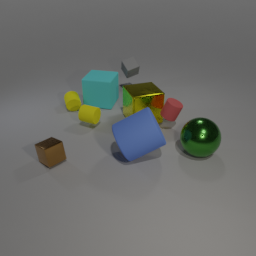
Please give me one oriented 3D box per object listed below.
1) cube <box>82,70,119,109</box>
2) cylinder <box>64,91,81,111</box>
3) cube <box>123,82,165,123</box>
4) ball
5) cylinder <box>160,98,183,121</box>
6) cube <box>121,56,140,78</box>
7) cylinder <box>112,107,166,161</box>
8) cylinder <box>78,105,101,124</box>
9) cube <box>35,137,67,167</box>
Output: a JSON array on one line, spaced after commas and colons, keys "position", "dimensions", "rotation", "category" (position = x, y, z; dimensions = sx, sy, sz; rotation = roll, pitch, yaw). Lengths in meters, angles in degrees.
[{"position": [-1.296, -1.877, 13.513], "dimensions": [1.400, 1.400, 1.400], "rotation": [7, 31, 11], "category": "cube"}, {"position": [-2.582, -1.254, 13.055], "dimensions": [0.700, 0.700, 0.700], "rotation": [-10, 42, -16], "category": "cylinder"}, {"position": [0.636, -1.035, 12.092], "dimensions": [1.400, 1.400, 1.400], "rotation": [-10, 32, -16], "category": "cube"}, {"position": [2.536, 0.326, 9.812], "dimensions": [1.400, 1.400, 1.400], "rotation": [0, 30, 0], "category": "ball"}, {"position": [1.746, -0.739, 11.232], "dimensions": [0.700, 0.700, 0.700], "rotation": [18, 32, -12], "category": "cylinder"}, {"position": [0.113, -3.133, 14.492], "dimensions": [0.700, 0.700, 0.700], "rotation": [-24, 70, -14], "category": "cube"}, {"position": [0.379, 0.216, 9.495], "dimensions": [1.400, 1.400, 1.400], "rotation": [-26, 30, 8], "category": "cylinder"}, {"position": [-1.583, -0.565, 11.585], "dimensions": [0.700, 0.700, 0.700], "rotation": [14, 33, 19], "category": "cylinder"}, {"position": [-2.635, 0.808, 9.547], "dimensions": [0.700, 0.700, 0.700], "rotation": [15, 32, 43], "category": "cube"}]
